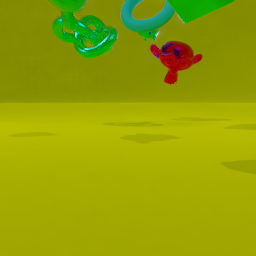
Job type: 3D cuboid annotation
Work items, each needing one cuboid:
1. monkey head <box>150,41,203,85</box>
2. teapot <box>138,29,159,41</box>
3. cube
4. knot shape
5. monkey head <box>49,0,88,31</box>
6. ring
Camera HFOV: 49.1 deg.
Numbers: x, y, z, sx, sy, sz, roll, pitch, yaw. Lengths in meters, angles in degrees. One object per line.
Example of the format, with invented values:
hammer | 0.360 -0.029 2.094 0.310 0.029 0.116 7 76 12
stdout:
monkey head | 1.638 -2.315 9.823 1.909 1.374 1.151 12 39 1
teapot | 0.750 -3.620 10.618 0.808 0.637 1.300 2 25 -32
cube | 1.637 -3.625 6.699 1.314 1.314 1.314 -14 -29 36
knot shape | -1.026 -2.633 7.935 1.880 0.869 1.760 25 30 15
monkey head | -1.170 -2.602 4.847 1.175 0.984 1.634 28 -24 25
ring | 0.698 -4.126 9.629 2.024 2.024 0.405 2 -23 23
